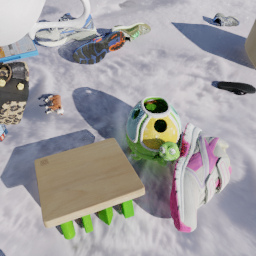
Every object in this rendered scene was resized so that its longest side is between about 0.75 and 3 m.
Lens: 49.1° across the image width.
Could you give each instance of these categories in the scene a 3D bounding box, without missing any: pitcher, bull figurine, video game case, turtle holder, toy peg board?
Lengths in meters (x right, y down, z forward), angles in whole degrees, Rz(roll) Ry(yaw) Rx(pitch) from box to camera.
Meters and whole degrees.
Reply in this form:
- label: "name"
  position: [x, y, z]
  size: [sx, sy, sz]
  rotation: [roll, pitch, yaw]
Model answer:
- label: "pitcher"
  position: [-2.531, -2.985, 6.828]
  size: [2.751, 2.360, 1.668]
  rotation: [-31, 31, 23]
- label: "bull figurine"
  position: [-2.215, -0.675, 8.468]
  size: [0.523, 0.280, 0.861]
  rotation: [-8, 48, -8]
- label: "video game case"
  position: [-4.872, -3.026, 10.692]
  size: [2.505, 0.223, 1.793]
  rotation: [-19, 51, -17]
- label: "turtle holder"
  position: [0.617, 0.083, 6.930]
  size: [1.459, 1.364, 1.921]
  rotation: [10, 42, 11]
- label: "toy peg board"
  position: [-0.899, 1.366, 6.302]
  size: [2.008, 0.982, 1.999]
  rotation: [-15, 33, -15]

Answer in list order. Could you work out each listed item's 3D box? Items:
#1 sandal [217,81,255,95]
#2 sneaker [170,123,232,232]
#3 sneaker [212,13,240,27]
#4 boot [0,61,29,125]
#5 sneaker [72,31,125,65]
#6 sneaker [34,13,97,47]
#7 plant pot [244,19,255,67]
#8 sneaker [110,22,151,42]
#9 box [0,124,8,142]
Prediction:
- label: "sandal"
  position: [3.515, -1.267, 9.060]
  size: [1.215, 0.291, 0.457]
  rotation: [18, 49, 32]
- label: "sneaker"
  position: [1.688, 1.035, 6.298]
  size: [1.237, 1.141, 2.805]
  rotation: [12, 49, 13]
- label: "sneaker"
  position: [4.166, -4.528, 12.002]
  size: [1.187, 0.457, 0.506]
  rotation: [29, 63, 33]
- label: "boot"
  position: [-2.891, -1.102, 4.813]
  size: [2.235, 2.969, 1.086]
  rotation: [0, 39, -32]
- label: "sneaker"
  position: [-1.124, -2.970, 10.382]
  size: [2.147, 0.809, 0.842]
  rotation: [-30, 34, -25]
- label: "sneaker"
  position: [-2.502, -3.977, 11.002]
  size: [2.478, 1.056, 0.955]
  rotation: [-19, 50, -16]
- label: "plant pot"
  position: [5.167, -2.864, 9.707]
  size: [1.666, 1.668, 1.477]
  rotation: [6, 62, 6]
- label: "sneaker"
  position: [0.149, -3.696, 11.181]
  size: [1.636, 0.629, 0.725]
  rotation: [-11, 67, -7]
- label: "box"
  position: [-4.469, -0.406, 7.393]
  size: [2.177, 1.487, 0.410]
  rotation: [8, 48, 8]
